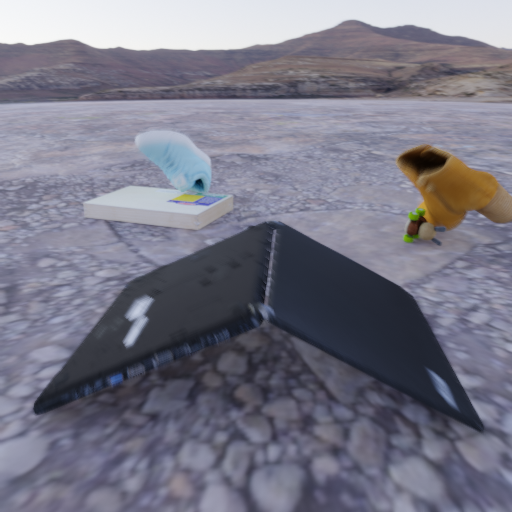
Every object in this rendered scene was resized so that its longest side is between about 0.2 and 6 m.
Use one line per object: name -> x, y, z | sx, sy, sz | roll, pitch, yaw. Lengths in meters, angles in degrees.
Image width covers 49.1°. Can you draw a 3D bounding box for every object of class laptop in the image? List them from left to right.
laptop -> 0.048, 0.938, 6.426 | 3.645, 1.883, 3.230 | -23, 15, 10

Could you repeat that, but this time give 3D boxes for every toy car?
toy car -> 3.054, -0.465, 10.021 | 0.677, 0.556, 0.534 | 26, 35, 33

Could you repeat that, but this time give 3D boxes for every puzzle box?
puzzle box -> -2.043, -1.061, 11.969 | 2.684, 0.341, 1.786 | 8, 20, 20

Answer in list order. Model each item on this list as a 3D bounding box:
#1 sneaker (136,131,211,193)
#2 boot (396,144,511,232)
sneaker -> -1.629, -1.912, 11.932 | 0.861, 0.955, 2.331 | -19, -19, 27
boot -> 3.137, -1.237, 9.867 | 1.876, 0.922, 2.620 | 30, -7, -18
